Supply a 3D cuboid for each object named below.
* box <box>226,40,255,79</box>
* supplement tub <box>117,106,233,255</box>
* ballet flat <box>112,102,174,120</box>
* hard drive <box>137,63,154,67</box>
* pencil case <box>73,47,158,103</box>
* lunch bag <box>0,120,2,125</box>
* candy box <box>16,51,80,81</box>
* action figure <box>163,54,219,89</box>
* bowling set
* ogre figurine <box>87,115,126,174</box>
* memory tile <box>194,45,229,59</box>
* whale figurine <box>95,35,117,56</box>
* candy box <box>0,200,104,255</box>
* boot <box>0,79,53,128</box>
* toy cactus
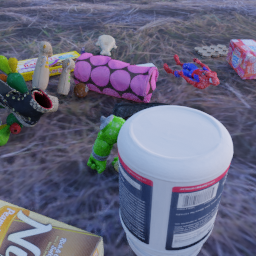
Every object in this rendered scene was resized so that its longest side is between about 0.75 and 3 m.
[{"bbox_3d":[4.627,-2.679,10.776,0.982,0.906,1.915,-2,35,-2],"label":"box"},{"bbox_3d":[0.643,0.938,4.423,1.585,2.258,1.585,0,35,0],"label":"supplement tub"},{"bbox_3d":[0.539,-0.437,8.072,1.988,0.565,0.661,-2,-6,-5],"label":"ballet flat"},{"bbox_3d":[0.678,-2.395,11.084,0.766,0.101,0.505,-11,36,-16],"label":"hard drive"},{"bbox_3d":[-0.382,-1.724,9.149,2.822,1.281,1.322,20,42,22],"label":"pencil case"},{"bbox_3d":[-4.465,-0.122,7.285,1.992,0.753,1.596,9,37,14],"label":"lunch bag"},{"bbox_3d":[-3.084,-2.441,10.925,2.734,0.361,1.398,-18,36,-24],"label":"candy box"},{"bbox_3d":[2.157,-1.907,9.520,0.856,0.676,2.615,-37,38,-7],"label":"action figure"},{"bbox_3d":[-2.073,-1.761,8.843,1.748,1.349,2.512,9,6,-22],"label":"bowling set"},{"bbox_3d":[0.337,0.493,5.738,2.473,1.483,1.213,24,45,28],"label":"ogre figurine"},{"bbox_3d":[3.864,-3.432,12.541,1.578,0.132,1.209,-9,36,-13],"label":"memory tile"},{"bbox_3d":[-0.989,-3.571,12.463,0.953,0.622,1.198,5,58,-10],"label":"whale figurine"},{"bbox_3d":[-1.856,2.015,4.218,2.615,0.723,1.510,12,36,18],"label":"candy box"},{"bbox_3d":[-2.572,-0.783,6.735,1.164,1.541,0.556,-26,22,43],"label":"boot"},{"bbox_3d":[-3.018,-0.859,7.589,2.238,1.387,2.712,3,53,-32],"label":"toy cactus"}]
